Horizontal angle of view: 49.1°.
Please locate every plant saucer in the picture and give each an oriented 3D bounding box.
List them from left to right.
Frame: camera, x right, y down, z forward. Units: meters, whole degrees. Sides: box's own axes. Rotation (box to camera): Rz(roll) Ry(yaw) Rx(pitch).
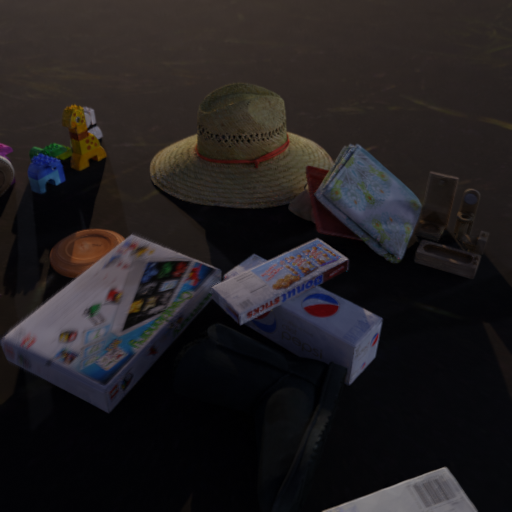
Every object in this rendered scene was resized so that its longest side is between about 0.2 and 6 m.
[{"bbox_3d":[-3.124,-0.099,10.473,1.420,0.229,1.420,1,37,0],"label":"plant saucer"},{"bbox_3d":[1.634,-0.933,10.815,1.510,0.277,1.508,8,58,-28],"label":"plant saucer"}]

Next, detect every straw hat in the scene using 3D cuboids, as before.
[{"bbox_3d":[-0.336,-2.906,12.921,4.418,1.870,4.418,0,36,0],"label":"straw hat"}]

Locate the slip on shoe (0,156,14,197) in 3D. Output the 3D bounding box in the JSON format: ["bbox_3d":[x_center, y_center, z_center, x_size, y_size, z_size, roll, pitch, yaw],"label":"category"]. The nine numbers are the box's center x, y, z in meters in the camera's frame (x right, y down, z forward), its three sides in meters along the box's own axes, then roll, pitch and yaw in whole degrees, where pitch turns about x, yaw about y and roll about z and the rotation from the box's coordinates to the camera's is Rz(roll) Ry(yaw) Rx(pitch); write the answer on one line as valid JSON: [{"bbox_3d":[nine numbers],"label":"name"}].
[{"bbox_3d":[-6.127,-1.140,11.160,2.793,1.062,0.846,-28,39,-29],"label":"slip on shoe"}]

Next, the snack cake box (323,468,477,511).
[{"bbox_3d":[0.975,3.305,5.224,2.815,0.946,1.619,-12,40,-15],"label":"snack cake box"}]

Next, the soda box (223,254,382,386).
[{"bbox_3d":[0.635,0.913,8.573,2.442,0.832,0.777,27,44,31],"label":"soda box"}]

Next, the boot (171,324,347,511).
[{"bbox_3d":[-0.148,1.955,7.020,2.128,0.967,2.532,14,33,15],"label":"boot"}]

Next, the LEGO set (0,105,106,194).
[{"bbox_3d":[-4.628,-2.696,12.955,1.361,1.464,3.568,19,40,23],"label":"LEGO set"}]

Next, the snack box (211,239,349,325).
[{"bbox_3d":[0.386,0.337,8.412,2.063,0.251,0.742,-24,42,-28],"label":"snack box"}]

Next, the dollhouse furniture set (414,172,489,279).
[{"bbox_3d":[3.610,-0.603,10.359,1.357,1.163,1.427,18,40,23],"label":"dollhouse furniture set"}]

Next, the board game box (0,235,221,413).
[{"bbox_3d":[-2.121,0.873,8.810,1.901,0.521,3.012,21,41,20],"label":"board game box"}]

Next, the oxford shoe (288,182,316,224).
[{"bbox_3d":[1.506,-1.524,11.913,0.860,0.824,2.329,19,40,25],"label":"oxford shoe"}]

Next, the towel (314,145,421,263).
[{"bbox_3d":[2.194,-1.034,10.729,2.050,0.494,1.755,40,50,-6],"label":"towel"}]
